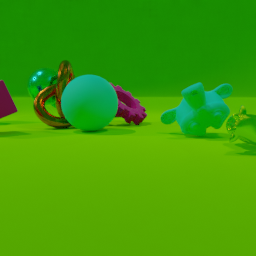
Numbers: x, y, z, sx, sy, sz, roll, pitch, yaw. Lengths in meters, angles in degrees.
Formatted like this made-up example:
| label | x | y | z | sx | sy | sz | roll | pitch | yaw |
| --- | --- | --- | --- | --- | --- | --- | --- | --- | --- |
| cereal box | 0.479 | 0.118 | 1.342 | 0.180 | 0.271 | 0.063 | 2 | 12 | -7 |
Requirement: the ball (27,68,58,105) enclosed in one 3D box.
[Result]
| label | x | y | z | sx | sy | sz | roll | pitch | yaw |
| --- | --- | --- | --- | --- | --- | --- | --- | --- | --- |
| ball | -2.210 | -1.127 | 7.598 | 0.996 | 0.996 | 0.996 | 0 | 7 | 0 |

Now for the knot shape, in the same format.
| label | x | y | z | sx | sy | sz | roll | pitch | yaw |
| --- | --- | --- | --- | --- | --- | --- | --- | --- | --- |
| knot shape | -1.613 | -0.687 | 7.169 | 0.830 | 1.797 | 1.681 | 4 | 41 | 38 |

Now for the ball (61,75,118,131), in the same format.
| label | x | y | z | sx | sy | sz | roll | pitch | yaw |
| --- | --- | --- | --- | --- | --- | --- | --- | --- | --- |
| ball | -0.858 | -0.558 | 6.316 | 1.263 | 1.263 | 1.263 | 0 | 7 | 0 |

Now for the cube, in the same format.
| label | x | y | z | sx | sy | sz | roll | pitch | yaw |
| --- | --- | --- | --- | --- | --- | --- | --- | --- | --- |
| cube | -2.933 | -0.496 | 5.903 | 0.725 | 0.725 | 0.725 | -10 | 17 | 45 |

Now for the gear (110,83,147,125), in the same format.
| label | x | y | z | sx | sy | sz | roll | pitch | yaw |
| --- | --- | --- | --- | --- | --- | --- | --- | --- | --- |
| gear | -0.134 | -0.691 | 7.822 | 1.467 | 0.271 | 1.467 | 31 | 25 | -16 |

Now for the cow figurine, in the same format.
| label | x | y | z | sx | sy | sz | roll | pitch | yaw |
| --- | --- | --- | --- | --- | --- | --- | --- | --- | --- |
| cow figurine | 1.779 | -0.017 | 4.286 | 0.984 | 0.549 | 1.000 | 14 | 7 | -20 |

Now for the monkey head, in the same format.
| label | x | y | z | sx | sy | sz | roll | pitch | yaw |
| --- | --- | --- | --- | --- | --- | --- | --- | --- | --- |
| monkey head | 1.373 | -0.466 | 5.574 | 1.613 | 1.161 | 0.972 | -25 | 28 | 11 |

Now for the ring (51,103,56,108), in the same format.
| label | x | y | z | sx | sy | sz | roll | pitch | yaw |
| --- | --- | --- | --- | --- | --- | --- | --- | --- | --- |
| ring | -1.882 | -0.908 | 9.054 | 2.089 | 0.418 | 2.089 | 30 | 14 | -8 |
